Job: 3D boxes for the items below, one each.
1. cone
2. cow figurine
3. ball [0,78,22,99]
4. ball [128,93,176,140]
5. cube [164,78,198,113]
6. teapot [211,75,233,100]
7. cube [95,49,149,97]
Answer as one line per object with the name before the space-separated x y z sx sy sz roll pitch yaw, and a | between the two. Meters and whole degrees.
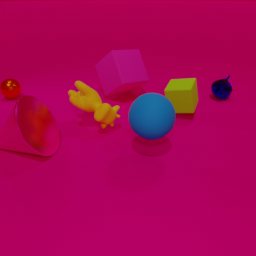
cone | -2.814 0.209 6.961 1.565 1.559 1.559 -22 22 17
cow figurine | -0.951 -0.666 7.917 1.408 0.785 1.431 35 5 -24
ball | -4.250 -1.424 10.154 0.734 0.734 0.734 0 27 0
ball | 0.545 -0.265 6.402 1.069 1.069 1.069 0 27 0
cube | 1.673 -0.999 8.695 0.812 0.812 0.812 1 33 25
teapot | 3.446 -1.467 10.135 0.787 0.620 1.266 36 50 -6
cube | -0.218 -1.976 10.084 1.236 1.236 1.236 -15 -6 -38
